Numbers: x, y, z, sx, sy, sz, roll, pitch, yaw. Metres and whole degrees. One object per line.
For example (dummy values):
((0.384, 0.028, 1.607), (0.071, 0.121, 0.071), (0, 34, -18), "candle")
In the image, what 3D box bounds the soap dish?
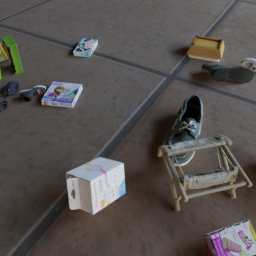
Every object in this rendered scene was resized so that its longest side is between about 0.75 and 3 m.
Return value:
((3.806, -3.885, 13.592), (1.636, 0.664, 1.287), (14, 46, 16), "soap dish")

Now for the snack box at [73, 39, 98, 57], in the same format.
((-2.101, -4.030, 14.035), (0.818, 0.261, 1.408), (8, 44, 9), "snack box")

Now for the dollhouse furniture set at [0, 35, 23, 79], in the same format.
((-6.205, -3.496, 12.623), (1.872, 1.434, 2.857), (-24, 49, -23), "dollhouse furniture set")

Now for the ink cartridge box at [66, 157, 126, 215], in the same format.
((-0.879, 1.494, 7.300), (0.914, 0.938, 1.460), (8, 20, 36), "ink cartridge box")

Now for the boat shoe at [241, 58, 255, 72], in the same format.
((5.742, -2.744, 12.603), (1.340, 0.483, 0.459), (24, 47, 10), "boat shoe")

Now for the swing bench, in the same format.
((1.990, 1.081, 7.722), (1.843, 1.202, 1.853), (-11, 62, -9), "swing bench")

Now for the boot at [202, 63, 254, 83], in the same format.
((4.330, -2.520, 12.201), (1.981, 0.671, 1.294), (2, 31, -10), "boot")

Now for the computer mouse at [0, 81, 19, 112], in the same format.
((-4.858, -1.313, 11.155), (0.570, 0.331, 1.944), (3, 44, 2), "computer mouse")

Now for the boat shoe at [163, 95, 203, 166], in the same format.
((1.900, -0.026, 9.377), (1.079, 0.916, 2.964), (16, 46, 16), "boat shoe")

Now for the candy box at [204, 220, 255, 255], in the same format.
((2.495, 2.747, 6.651), (1.150, 0.351, 0.784), (-13, 70, -15), "candy box")

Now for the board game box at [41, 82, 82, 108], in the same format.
((-2.624, -1.360, 11.246), (1.272, 0.262, 1.269), (6, 44, 7), "board game box")

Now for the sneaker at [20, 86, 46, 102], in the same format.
((-3.766, -1.337, 11.175), (1.055, 0.373, 0.523), (-18, 48, -10), "sneaker")
